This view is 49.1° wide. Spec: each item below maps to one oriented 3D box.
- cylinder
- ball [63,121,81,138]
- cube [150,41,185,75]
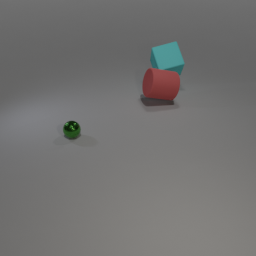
[{"bbox_3d":[1.587,-2.119,13.601,1.400,1.400,1.400,5,27,-18],"label":"cylinder"},{"bbox_3d":[-2.222,0.055,11.086,0.700,0.700,0.700,0,29,0],"label":"ball"},{"bbox_3d":[2.102,-3.598,15.244,1.400,1.400,1.400,-16,-14,-3],"label":"cube"}]
